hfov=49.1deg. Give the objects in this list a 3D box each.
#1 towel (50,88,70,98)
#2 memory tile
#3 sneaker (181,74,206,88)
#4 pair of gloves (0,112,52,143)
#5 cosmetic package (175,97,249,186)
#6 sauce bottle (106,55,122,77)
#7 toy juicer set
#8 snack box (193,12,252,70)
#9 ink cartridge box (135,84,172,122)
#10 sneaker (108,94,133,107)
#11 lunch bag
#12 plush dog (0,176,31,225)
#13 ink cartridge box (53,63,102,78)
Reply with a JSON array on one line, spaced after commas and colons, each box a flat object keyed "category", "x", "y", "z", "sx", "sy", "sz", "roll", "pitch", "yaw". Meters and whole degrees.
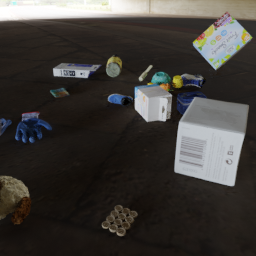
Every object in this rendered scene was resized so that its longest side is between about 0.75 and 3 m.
[{"category": "towel", "x": -3.339, "y": -1.728, "z": 13.730, "sx": 0.731, "sy": 0.108, "sz": 0.997, "roll": -14, "pitch": 31, "yaw": -24}, {"category": "memory tile", "x": -0.176, "y": 2.084, "z": 6.361, "sx": 0.593, "sy": 0.065, "sz": 0.774, "roll": 14, "pitch": 30, "yaw": 24}, {"category": "sneaker", "x": 3.468, "y": -2.472, "z": 14.642, "sx": 1.476, "sy": 0.596, "sz": 0.852, "roll": -8, "pitch": 26, "yaw": -19}, {"category": "pair of gloves", "x": -4.150, "y": 0.066, "z": 10.051, "sx": 2.732, "sy": 0.311, "sz": 2.196, "roll": -8, "pitch": 30, "yaw": -14}, {"category": "cosmetic package", "x": 2.441, "y": 0.288, "z": 8.097, "sx": 1.655, "sy": 1.653, "sz": 2.006, "roll": 12, "pitch": 31, "yaw": 21}, {"category": "sauce bottle", "x": -0.822, "y": -3.914, "z": 17.115, "sx": 0.889, "sy": 0.889, "sz": 2.747, "roll": 0, "pitch": 29, "yaw": 0}, {"category": "toy juicer set", "x": 1.512, "y": -2.402, "z": 14.597, "sx": 1.572, "sy": 0.672, "sz": 2.471, "roll": -35, "pitch": 45, "yaw": -23}, {"category": "snack box", "x": 3.482, "y": -3.212, "z": 10.421, "sx": 1.361, "sy": 1.614, "sz": 0.546, "roll": 51, "pitch": 14, "yaw": 7}, {"category": "ink cartridge box", "x": 1.023, "y": -1.004, "z": 11.281, "sx": 1.014, "sy": 1.041, "sz": 1.620, "roll": -9, "pitch": 28, "yaw": -16}, {"category": "sneaker", "x": -0.349, "y": -1.230, "z": 12.405, "sx": 1.109, "sy": 0.426, "sz": 0.617, "roll": 7, "pitch": 19, "yaw": 0}, {"category": "lunch bag", "x": 2.616, "y": -1.095, "z": 11.713, "sx": 1.235, "sy": 0.817, "sz": 0.839, "roll": -6, "pitch": 28, "yaw": -13}, {"category": "plush dog", "x": -3.088, "y": 1.503, "z": 6.249, "sx": 1.715, "sy": 1.602, "sz": 1.997, "roll": 7, "pitch": 16, "yaw": -45}, {"category": "ink cartridge box", "x": -2.935, "y": -3.404, "z": 16.564, "sx": 2.612, "sy": 0.512, "sz": 1.299, "roll": 4, "pitch": 27, "yaw": 12}]
